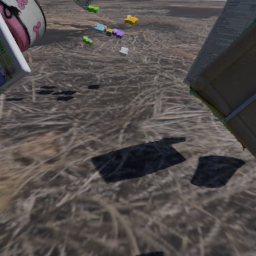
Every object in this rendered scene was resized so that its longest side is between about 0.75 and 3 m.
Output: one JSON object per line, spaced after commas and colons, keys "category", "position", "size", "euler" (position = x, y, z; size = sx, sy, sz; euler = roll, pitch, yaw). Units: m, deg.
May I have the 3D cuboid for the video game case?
{"category": "video game case", "position": [-2.607, -1.198, 4.343], "size": [1.725, 1.895, 0.209], "euler": [-31, -7, 13]}

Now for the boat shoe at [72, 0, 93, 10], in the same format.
{"category": "boat shoe", "position": [-0.689, -3.998, 7.359], "size": [1.988, 0.708, 0.693], "euler": [-43, 32, 16]}

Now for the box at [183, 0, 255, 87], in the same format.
{"category": "box", "position": [2.447, -1.822, 6.680], "size": [0.908, 2.335, 1.109], "euler": [24, 8, -38]}

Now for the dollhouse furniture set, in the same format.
{"category": "dollhouse furniture set", "position": [2.179, -0.978, 3.869], "size": [2.524, 1.654, 1.267], "euler": [-41, 16, 16]}

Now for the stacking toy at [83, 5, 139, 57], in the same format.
{"category": "stacking toy", "position": [-0.703, -3.575, 10.267], "size": [1.950, 1.470, 0.458], "euler": [17, 48, 0]}

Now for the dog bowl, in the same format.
{"category": "dog bowl", "position": [-2.626, -2.134, 5.308], "size": [1.972, 1.972, 0.727], "euler": [11, 66, 19]}
